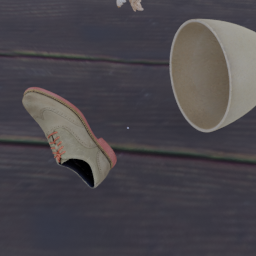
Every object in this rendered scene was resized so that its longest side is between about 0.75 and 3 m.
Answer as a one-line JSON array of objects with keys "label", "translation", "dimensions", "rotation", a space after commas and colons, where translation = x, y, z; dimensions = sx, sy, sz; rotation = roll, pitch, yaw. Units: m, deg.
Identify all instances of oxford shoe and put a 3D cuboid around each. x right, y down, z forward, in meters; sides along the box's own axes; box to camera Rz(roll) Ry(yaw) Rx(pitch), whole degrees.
[{"label": "oxford shoe", "translation": [-1.311, 0.219, 5.943], "dimensions": [2.548, 0.898, 0.953], "rotation": [44, 44, -13]}]

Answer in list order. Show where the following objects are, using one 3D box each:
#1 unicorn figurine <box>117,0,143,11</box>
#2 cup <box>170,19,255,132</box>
[{"label": "unicorn figurine", "translation": [-0.634, -4.281, 7.858], "dimensions": [2.463, 1.692, 0.910], "rotation": [21, 88, 9]}, {"label": "cup", "translation": [2.350, -1.324, 6.562], "dimensions": [1.805, 2.524, 2.524], "rotation": [-13, 62, -14]}]
